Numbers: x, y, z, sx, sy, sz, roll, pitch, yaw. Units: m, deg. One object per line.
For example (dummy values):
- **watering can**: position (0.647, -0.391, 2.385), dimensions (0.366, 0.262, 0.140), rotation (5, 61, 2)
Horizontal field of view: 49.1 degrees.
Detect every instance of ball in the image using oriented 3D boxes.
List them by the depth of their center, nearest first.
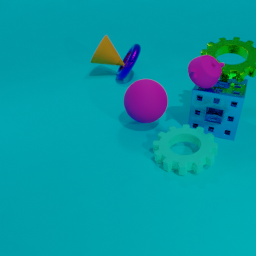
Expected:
- **ball**: position (0.508, -0.773, 8.107), dimensions (1.273, 1.273, 1.273), rotation (0, 33, 0)

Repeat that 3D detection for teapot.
- **teapot**: position (2.051, -1.534, 7.441), dimensions (1.464, 0.717, 0.910), rotation (-19, 78, -33)

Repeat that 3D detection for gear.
- **gear**: position (1.434, 0.508, 7.108), dimensions (1.567, 0.290, 1.567), rotation (-6, 38, 5)
- **gear**: position (3.065, -2.065, 8.344), dimensions (1.752, 0.324, 1.752), rotation (-5, 51, 7)

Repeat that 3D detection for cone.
- **cone**: position (-0.659, -2.890, 11.479), dimensions (1.293, 1.289, 1.289), rotation (31, 33, -8)

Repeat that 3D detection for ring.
- **ring**: position (0.013, -2.635, 11.228), dimensions (0.323, 1.615, 1.615), rotation (28, 30, -14)

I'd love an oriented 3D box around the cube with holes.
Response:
- **cube with holes**: position (2.628, -0.674, 8.247), dimensions (1.344, 1.344, 1.344), rotation (13, 35, 19)
